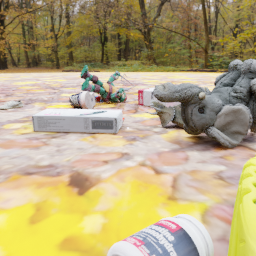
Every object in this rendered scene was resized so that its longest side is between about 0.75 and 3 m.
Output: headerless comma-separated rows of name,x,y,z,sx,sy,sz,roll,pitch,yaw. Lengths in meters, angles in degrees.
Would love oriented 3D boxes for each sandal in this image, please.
sandal,1.888,0.848,3.112,1.198,1.094,2.751,14,20,31

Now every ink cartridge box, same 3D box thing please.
ink cartridge box,1.517,-1.372,12.687,1.315,0.755,1.810,-11,17,-38
ink cartridge box,-1.416,-0.349,9.001,2.508,0.546,2.176,1,15,6

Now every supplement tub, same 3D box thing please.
supplement tub,0.300,1.185,2.523,0.867,0.609,0.609,-12,18,-39

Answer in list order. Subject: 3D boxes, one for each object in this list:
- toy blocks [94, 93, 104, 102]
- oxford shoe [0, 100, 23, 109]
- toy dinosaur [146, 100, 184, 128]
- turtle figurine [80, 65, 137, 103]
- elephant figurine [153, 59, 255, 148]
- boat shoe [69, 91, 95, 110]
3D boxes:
toy blocks,-1.350,-1.541,14.180,1.031,0.515,0.705,-8,27,-29
oxford shoe,-5.092,-1.005,12.129,0.428,0.328,1.137,15,22,38
toy dinosaur,1.923,-0.349,8.653,2.515,0.968,1.286,14,40,20
turtle figurine,-0.834,-1.893,13.349,2.876,1.448,2.153,16,25,-31
elephant figurine,2.127,-0.417,7.049,2.751,2.135,1.947,-31,-14,-15
boat shoe,-2.042,-1.110,11.833,1.030,0.830,2.222,-6,6,3
